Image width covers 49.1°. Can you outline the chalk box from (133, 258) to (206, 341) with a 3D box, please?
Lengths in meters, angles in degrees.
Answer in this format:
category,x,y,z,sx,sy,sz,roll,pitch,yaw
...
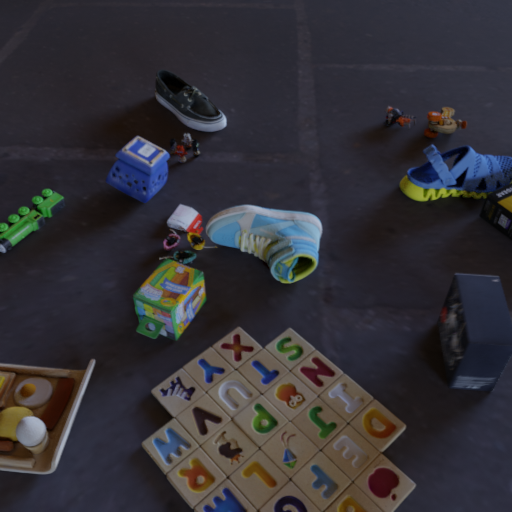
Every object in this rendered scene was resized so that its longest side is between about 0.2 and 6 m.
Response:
category,x,y,z,sx,sy,sz,roll,pitch,yaw
chalk box,-1.553,0.838,9.664,0.818,0.812,1.311,19,49,19

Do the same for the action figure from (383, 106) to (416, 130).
category,x,y,z,sx,sy,sz,roll,pitch,yaw
action figure,3.671,-3.568,14.231,0.831,0.449,0.859,33,53,17

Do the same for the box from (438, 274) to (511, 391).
category,x,y,z,sx,sy,sz,roll,pitch,yaw
box,3.481,1.217,8.971,0.728,1.273,1.398,4,45,4

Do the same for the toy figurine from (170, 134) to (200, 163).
category,x,y,z,sx,sy,sz,roll,pitch,yaw
toy figurine,-1.691,-2.542,13.251,0.629,0.438,0.620,-29,47,-23

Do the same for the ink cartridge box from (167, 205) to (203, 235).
category,x,y,z,sx,sy,sz,roll,pitch,yaw
ink cartridge box,-1.403,-0.756,11.670,0.717,0.205,0.583,14,47,18

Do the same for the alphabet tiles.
category,x,y,z,sx,sy,sz,roll,pitch,yaw
alphabet tiles,0.285,2.683,8.347,3.133,0.119,3.765,-33,54,-28

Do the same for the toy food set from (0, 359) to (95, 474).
category,x,y,z,sx,sy,sz,roll,pitch,yaw
toy food set,-3.816,2.207,8.388,2.398,0.724,1.720,5,46,4

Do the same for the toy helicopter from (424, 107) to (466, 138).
category,x,y,z,sx,sy,sz,roll,pitch,yaw
toy helicopter,4.797,-3.408,14.018,0.942,0.562,1.425,14,38,18

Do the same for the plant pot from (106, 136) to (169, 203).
category,x,y,z,sx,sy,sz,roll,pitch,yaw
plant pot,-2.484,-1.909,12.020,1.018,0.915,1.018,28,41,2

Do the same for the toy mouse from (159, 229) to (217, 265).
category,x,y,z,sx,sy,sz,roll,pitch,yaw
toy mouse,-1.504,-0.111,11.001,1.125,0.218,1.000,33,54,28

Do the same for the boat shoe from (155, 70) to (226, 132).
category,x,y,z,sx,sy,sz,roll,pitch,yaw
boat shoe,-1.782,-4.015,14.434,0.893,0.736,2.601,-34,55,-29

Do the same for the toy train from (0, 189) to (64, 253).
category,x,y,z,sx,sy,sz,roll,pitch,yaw
toy train,-4.700,-0.708,11.495,0.533,0.394,1.889,29,52,12

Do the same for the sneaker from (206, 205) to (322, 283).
category,x,y,z,sx,sy,sz,roll,pitch,yaw
sneaker,0.135,-0.171,10.597,2.275,0.905,1.485,0,45,2

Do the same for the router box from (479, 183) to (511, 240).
category,x,y,z,sx,sy,sz,roll,pitch,yaw
router box,6.173,-0.920,11.491,2.389,0.624,1.878,-25,51,-22

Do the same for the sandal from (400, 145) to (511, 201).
category,x,y,z,sx,sy,sz,roll,pitch,yaw
sandal,4.480,-1.875,12.107,2.602,1.133,1.034,-8,44,-10
